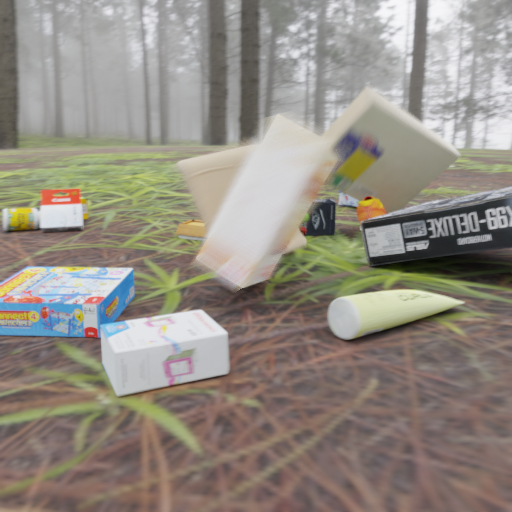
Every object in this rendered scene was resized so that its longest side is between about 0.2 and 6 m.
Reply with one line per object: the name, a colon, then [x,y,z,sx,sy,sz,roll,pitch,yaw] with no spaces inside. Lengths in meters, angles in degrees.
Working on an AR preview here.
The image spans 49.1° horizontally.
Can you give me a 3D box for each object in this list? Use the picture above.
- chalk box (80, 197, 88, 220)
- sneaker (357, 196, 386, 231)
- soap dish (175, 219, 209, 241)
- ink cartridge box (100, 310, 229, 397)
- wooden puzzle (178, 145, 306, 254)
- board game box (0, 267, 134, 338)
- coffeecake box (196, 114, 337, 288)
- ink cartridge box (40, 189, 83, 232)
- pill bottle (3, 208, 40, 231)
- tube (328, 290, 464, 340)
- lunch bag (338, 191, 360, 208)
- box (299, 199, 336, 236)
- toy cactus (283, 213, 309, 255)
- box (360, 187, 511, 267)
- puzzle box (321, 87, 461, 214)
chalk box: [-5.093,-1.277,15.074,0.967,0.602,0.599,8,16,31]
sneaker: [2.761,-0.965,12.998,0.776,0.820,2.127,-8,-2,12]
soap dish: [-1.306,-0.600,12.887,0.881,0.358,0.693,8,16,25]
ink cartridge box: [-1.012,1.025,6.163,1.225,0.518,0.885,-5,15,-25]
wooden puzzle: [-0.239,-0.901,10.216,2.036,2.201,0.410,-22,-5,-41]
board game box: [-2.748,0.604,7.894,1.664,0.475,1.700,1,14,2]
coffeecake box: [0.232,-0.752,8.406,0.838,2.295,1.761,31,8,10]
ink cartridge box: [-4.760,-1.167,13.680,0.953,1.190,0.281,-5,-22,-15]
pill bottle: [-5.628,-0.888,13.659,0.963,0.543,0.543,-3,14,-26]
tube: [1.880,0.686,7.614,2.111,0.548,0.613,-5,53,-38]
lunch bag: [3.377,-1.845,17.305,1.652,0.624,1.324,-8,14,-31]
box: [1.296,-0.906,13.200,1.090,0.806,0.568,0,14,-6]
toy cactus: [0.327,-0.471,11.855,1.874,0.958,1.546,-3,33,-21]
box: [4.181,-0.695,10.303,3.602,0.896,2.840,-9,5,39]
puzzle box: [2.840,-2.204,12.663,3.341,2.223,0.425,19,39,-39]
